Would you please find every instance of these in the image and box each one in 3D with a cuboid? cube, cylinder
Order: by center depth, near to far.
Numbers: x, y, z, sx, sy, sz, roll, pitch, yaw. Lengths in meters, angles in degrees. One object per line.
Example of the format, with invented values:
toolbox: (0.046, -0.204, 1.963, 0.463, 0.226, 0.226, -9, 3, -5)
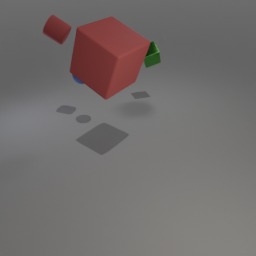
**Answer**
cube: (-0.511, -1.897, 7.518, 1.400, 1.400, 1.400, 38, 47, 15)
cylinder: (-2.356, -3.260, 9.315, 0.700, 0.700, 0.700, 31, 29, -12)
cube: (0.954, -3.176, 12.128, 0.700, 0.700, 0.700, -20, 61, 2)

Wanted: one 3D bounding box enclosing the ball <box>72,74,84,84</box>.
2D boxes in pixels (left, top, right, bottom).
ball: (-1.629, -1.906, 9.926, 0.700, 0.700, 0.700, 0, 31, 0)
